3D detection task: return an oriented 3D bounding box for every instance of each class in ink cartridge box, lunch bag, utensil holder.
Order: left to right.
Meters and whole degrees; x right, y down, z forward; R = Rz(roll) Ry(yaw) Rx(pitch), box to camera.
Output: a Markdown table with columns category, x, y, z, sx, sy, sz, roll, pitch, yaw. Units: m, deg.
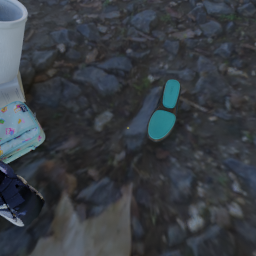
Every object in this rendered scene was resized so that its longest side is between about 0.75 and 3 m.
| category | x | y | z | sx | sy | sz | roll | pitch | yaw |
| --- | --- | --- | --- | --- | --- | --- | --- | --- | --- |
| ink cartridge box | -4.321 | -1.300 | 8.517 | 2.001 | 0.847 | 1.446 | -15 | 55 | -13 |
| utensil holder | -3.593 | -2.341 | 7.389 | 1.602 | 1.885 | 1.602 | 15 | 41 | -13 |
| lunch bag | -3.153 | 0.166 | 7.417 | 1.739 | 0.670 | 1.395 | -32 | 67 | -12 |

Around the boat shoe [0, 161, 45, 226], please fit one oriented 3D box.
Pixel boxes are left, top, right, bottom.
| category | x | y | z | sx | sy | sz | roll | pitch | yaw |
| --- | --- | --- | --- | --- | --- | --- | --- | --- | --- |
| boat shoe | -3.078 | 1.092 | 6.034 | 2.800 | 1.299 | 1.046 | 7 | 47 | 32 |

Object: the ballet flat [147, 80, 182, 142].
| category | x | y | z | sx | sy | sz | roll | pitch | yaw |
| --- | --- | --- | --- | --- | --- | --- | --- | --- | --- |
| ballet flat | 1.061 | -0.393 | 7.903 | 0.713 | 0.717 | 2.096 | 21 | 64 | 8 |
